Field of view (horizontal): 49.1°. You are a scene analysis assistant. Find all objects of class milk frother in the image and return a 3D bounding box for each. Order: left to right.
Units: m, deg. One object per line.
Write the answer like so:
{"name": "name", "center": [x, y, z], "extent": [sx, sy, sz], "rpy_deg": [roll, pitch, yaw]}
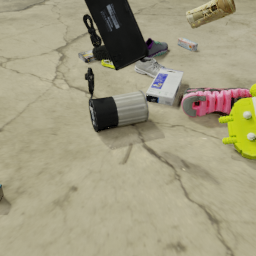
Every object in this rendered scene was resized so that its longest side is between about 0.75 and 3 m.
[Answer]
{"name": "milk frother", "center": [-0.412, -0.997, 8.805], "extent": [1.691, 1.798, 1.622], "rpy_deg": [-12, 35, -16]}

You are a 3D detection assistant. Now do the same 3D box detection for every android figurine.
{"name": "android figurine", "center": [3.975, -0.084, 7.659], "extent": [2.788, 0.573, 2.538], "rpy_deg": [-6, 70, 15]}

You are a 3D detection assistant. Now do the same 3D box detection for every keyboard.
{"name": "keyboard", "center": [-0.529, -2.911, 7.619], "extent": [1.570, 2.614, 0.335], "rpy_deg": [-19, 10, 33]}

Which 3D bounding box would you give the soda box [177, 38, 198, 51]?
{"name": "soda box", "center": [3.015, -4.248, 14.217], "extent": [0.369, 0.343, 1.080], "rpy_deg": [-22, 44, -27]}

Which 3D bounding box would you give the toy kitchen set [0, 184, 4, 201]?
{"name": "toy kitchen set", "center": [-3.591, 1.681, 6.102], "extent": [1.089, 0.801, 1.360], "rpy_deg": [5, 38, 7]}

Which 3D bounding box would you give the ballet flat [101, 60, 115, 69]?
{"name": "ballet flat", "center": [-0.764, -2.839, 12.406], "extent": [0.928, 0.311, 0.310], "rpy_deg": [16, 40, 19]}

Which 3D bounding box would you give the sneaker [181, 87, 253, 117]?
{"name": "sneaker", "center": [3.156, -1.022, 9.601], "extent": [2.715, 1.073, 1.295], "rpy_deg": [3, 26, 2]}

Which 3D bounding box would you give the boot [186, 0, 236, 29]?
{"name": "boot", "center": [2.767, -3.995, 9.533], "extent": [1.564, 0.733, 2.013], "rpy_deg": [-15, 10, 19]}

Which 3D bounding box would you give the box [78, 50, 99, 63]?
{"name": "box", "center": [-1.750, -3.407, 13.210], "extent": [0.961, 0.232, 0.761], "rpy_deg": [-21, 43, -26]}

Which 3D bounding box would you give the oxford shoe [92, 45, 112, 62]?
{"name": "oxford shoe", "center": [-0.557, -3.452, 12.948], "extent": [2.174, 0.790, 0.918], "rpy_deg": [5, 26, -4]}

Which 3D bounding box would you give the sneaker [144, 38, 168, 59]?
{"name": "sneaker", "center": [1.297, -3.931, 13.352], "extent": [0.756, 0.890, 2.033], "rpy_deg": [26, 45, 29]}

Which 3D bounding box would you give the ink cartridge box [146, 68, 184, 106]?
{"name": "ink cartridge box", "center": [1.445, -1.617, 10.698], "extent": [1.009, 0.398, 2.030], "rpy_deg": [13, 43, 17]}

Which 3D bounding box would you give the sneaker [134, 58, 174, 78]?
{"name": "sneaker", "center": [1.067, -2.539, 11.670], "extent": [1.765, 0.723, 0.659], "rpy_deg": [16, 40, 20]}
